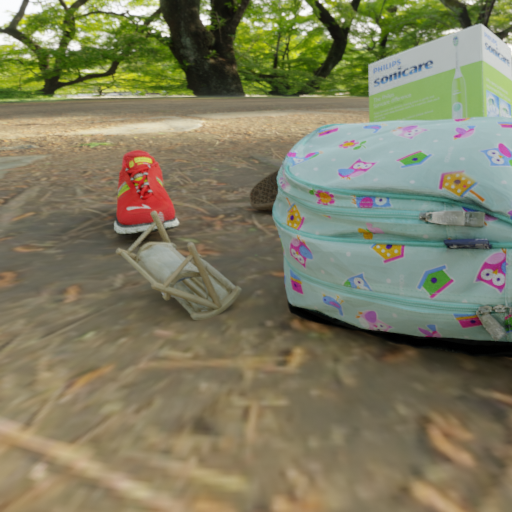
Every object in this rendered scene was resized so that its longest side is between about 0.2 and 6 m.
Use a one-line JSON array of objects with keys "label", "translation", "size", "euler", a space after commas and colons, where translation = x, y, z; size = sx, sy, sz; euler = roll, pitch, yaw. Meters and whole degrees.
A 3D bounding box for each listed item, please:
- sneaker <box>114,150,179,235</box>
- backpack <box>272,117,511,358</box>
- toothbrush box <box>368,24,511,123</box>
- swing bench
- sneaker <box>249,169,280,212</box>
[{"label": "sneaker", "translation": [-1.957, -1.129, 9.352], "size": [1.021, 1.126, 2.652], "euler": [-9, 26, -15]}, {"label": "backpack", "translation": [1.851, -0.282, 5.795], "size": [3.343, 2.116, 2.789], "euler": [5, 25, 26]}, {"label": "toothbrush box", "translation": [2.512, -1.647, 7.679], "size": [0.997, 2.317, 1.687], "euler": [4, -7, -44]}, {"label": "swing bench", "translation": [-0.872, 0.173, 6.371], "size": [0.658, 1.014, 1.009], "euler": [-48, 42, -6]}, {"label": "sneaker", "translation": [1.097, -1.263, 10.607], "size": [2.417, 0.913, 0.851], "euler": [-21, 50, 10]}]
